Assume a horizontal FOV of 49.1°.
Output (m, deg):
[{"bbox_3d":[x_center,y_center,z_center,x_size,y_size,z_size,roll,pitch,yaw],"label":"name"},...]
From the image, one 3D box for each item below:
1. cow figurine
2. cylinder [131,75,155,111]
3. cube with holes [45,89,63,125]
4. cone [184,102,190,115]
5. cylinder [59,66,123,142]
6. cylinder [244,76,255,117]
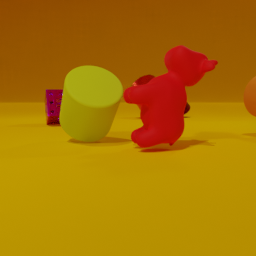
[{"bbox_3d":[0.633,-0.433,3.943,1.336,1.357,0.745,-12,8,-11],"label":"cow figurine"},{"bbox_3d":[0.841,-1.165,10.467,1.195,1.195,1.195,-4,48,-32],"label":"cylinder"},{"bbox_3d":[-1.899,-0.578,7.838,0.760,0.760,0.760,-3,-16,-20],"label":"cube with holes"},{"bbox_3d":[1.768,-1.307,11.240,1.316,1.321,1.316,-11,32,7],"label":"cone"},{"bbox_3d":[-0.607,-0.377,4.475,0.883,0.883,0.883,-2,-36,-22],"label":"cylinder"},{"bbox_3d":[2.700,-0.556,5.058,0.830,0.830,0.830,-2,10,-16],"label":"cylinder"}]
